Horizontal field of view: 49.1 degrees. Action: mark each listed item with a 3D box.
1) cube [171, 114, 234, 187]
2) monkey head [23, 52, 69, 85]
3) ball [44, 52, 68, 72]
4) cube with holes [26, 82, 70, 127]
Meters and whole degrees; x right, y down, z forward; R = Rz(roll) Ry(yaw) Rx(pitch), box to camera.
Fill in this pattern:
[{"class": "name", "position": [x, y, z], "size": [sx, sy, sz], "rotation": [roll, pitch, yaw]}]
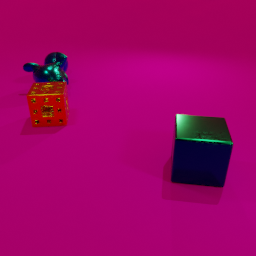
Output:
[{"class": "cube", "position": [1.537, 0.463, 6.089], "size": [1.113, 1.113, 1.113], "rotation": [4, 30, 7]}, {"class": "monkey head", "position": [-2.757, -2.038, 10.124], "size": [1.910, 1.374, 1.151], "rotation": [28, 24, 12]}, {"class": "ball", "position": [-3.015, -2.684, 11.759], "size": [0.997, 0.997, 0.997], "rotation": [0, 30, 0]}, {"class": "cube with holes", "position": [-2.313, -0.716, 8.290], "size": [0.994, 0.994, 0.994], "rotation": [-3, 30, -5]}]
